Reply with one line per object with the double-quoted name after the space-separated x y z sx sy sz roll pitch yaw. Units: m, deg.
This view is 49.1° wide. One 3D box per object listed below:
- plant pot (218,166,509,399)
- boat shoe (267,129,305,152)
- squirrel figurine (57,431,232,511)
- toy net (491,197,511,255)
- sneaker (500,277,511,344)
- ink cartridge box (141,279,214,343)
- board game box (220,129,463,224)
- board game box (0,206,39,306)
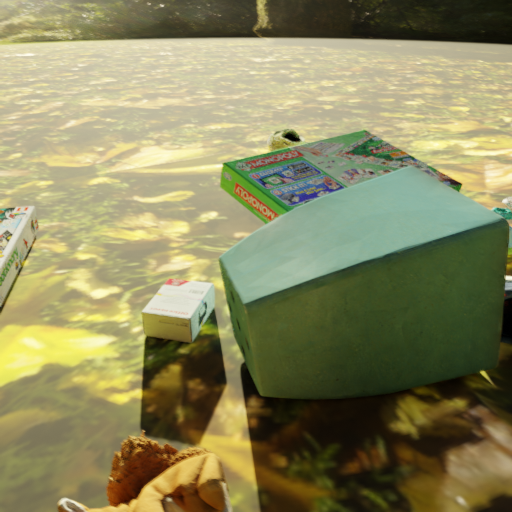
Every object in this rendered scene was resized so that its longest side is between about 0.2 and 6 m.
1.246 0.503 7.492 3.146 2.222 2.223 -16 30 -11 "plant pot"
0.995 -3.242 16.184 0.976 0.841 2.711 -7 28 -13 "boat shoe"
-0.995 2.385 5.134 1.512 1.146 1.620 -15 14 -6 "squirrel figurine"
5.179 -0.780 11.777 1.419 0.522 2.705 21 32 40 "toy net"
4.364 0.817 8.014 2.917 1.093 1.233 -9 25 4 "sneaker"
-1.177 0.820 8.610 0.785 0.446 1.077 7 28 13 "ink cartridge box"
1.936 -1.551 12.334 4.570 0.665 3.075 -20 45 -35 "board game box"
-5.328 0.031 9.999 2.119 0.581 3.357 -5 27 -7 "board game box"
